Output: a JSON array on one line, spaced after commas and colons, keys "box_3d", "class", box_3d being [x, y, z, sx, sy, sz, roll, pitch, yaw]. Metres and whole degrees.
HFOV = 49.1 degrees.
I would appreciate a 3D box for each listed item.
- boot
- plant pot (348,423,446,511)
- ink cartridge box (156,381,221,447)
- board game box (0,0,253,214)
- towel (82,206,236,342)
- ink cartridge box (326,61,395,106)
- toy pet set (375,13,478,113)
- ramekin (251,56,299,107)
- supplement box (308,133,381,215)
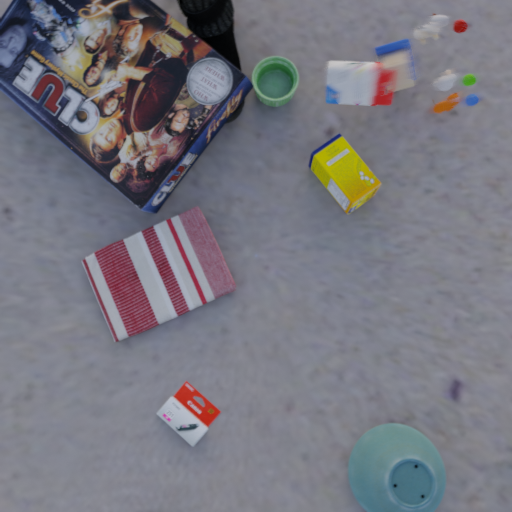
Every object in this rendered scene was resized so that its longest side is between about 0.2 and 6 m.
[{"box_3d": [-0.801, -3.812, 9.435, 1.014, 2.014, 2.694, -8, 78, -2], "class": "boot"}, {"box_3d": [2.201, 3.322, 8.401, 1.487, 1.001, 1.487, 0, 78, -1], "class": "plant pot"}, {"box_3d": [-1.077, 2.528, 8.999, 0.790, 0.172, 0.686, 40, 82, 8], "class": "ink cartridge box"}, {"box_3d": [-2.501, -3.084, 9.542, 4.122, 0.713, 2.792, 40, 98, 8], "class": "board game box"}, {"box_3d": [-1.638, 0.303, 9.459, 2.207, 0.251, 1.589, -24, 81, -3], "class": "towel"}, {"box_3d": [1.770, -2.937, 9.547, 1.107, 0.643, 0.372, 6, 36, 9], "class": "ink cartridge box"}, {"box_3d": [2.962, -3.374, 9.828, 1.518, 1.626, 0.863, -10, 45, 20], "class": "toy pet set"}, {"box_3d": [0.339, -3.107, 10.075, 0.838, 0.409, 0.838, 0, 83, 1], "class": "ramekin"}, {"box_3d": [1.503, -1.399, 9.619, 0.630, 0.626, 1.150, -36, 80, -7], "class": "supplement box"}]
